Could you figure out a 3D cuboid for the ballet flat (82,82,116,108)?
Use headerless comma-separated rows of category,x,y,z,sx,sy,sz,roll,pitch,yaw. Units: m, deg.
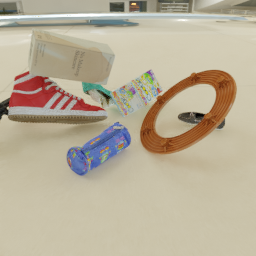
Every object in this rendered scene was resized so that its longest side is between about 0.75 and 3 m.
ballet flat,-0.859,-1.001,9.112,0.612,1.816,0.639,-16,60,29

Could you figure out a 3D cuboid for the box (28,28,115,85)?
box,-1.490,-1.838,7.392,2.074,0.985,0.806,3,35,-26

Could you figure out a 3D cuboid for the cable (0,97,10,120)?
cable,-3.715,-0.434,7.523,0.719,1.388,2.858,-2,27,8

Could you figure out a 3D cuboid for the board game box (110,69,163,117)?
board game box,0.329,-1.203,9.383,0.895,0.912,1.738,-24,11,35

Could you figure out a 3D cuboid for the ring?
ring,1.402,-0.531,7.290,2.867,0.275,2.867,-34,30,22

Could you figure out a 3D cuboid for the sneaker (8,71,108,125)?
sneaker,-1.973,-0.942,8.211,2.793,1.571,0.995,2,-14,-17

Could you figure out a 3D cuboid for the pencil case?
pencil case,-0.632,0.446,6.754,0.688,0.765,1.763,39,43,19

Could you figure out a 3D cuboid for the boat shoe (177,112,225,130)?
boat shoe,2.213,-0.315,8.417,1.404,0.400,0.470,14,39,12
